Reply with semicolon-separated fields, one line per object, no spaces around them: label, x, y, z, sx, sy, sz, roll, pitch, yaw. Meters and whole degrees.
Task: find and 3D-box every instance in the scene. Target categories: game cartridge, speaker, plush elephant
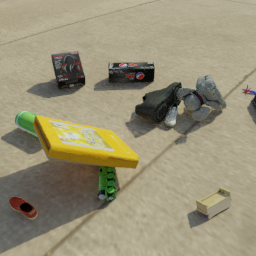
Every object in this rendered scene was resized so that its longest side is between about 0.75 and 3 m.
game cartridge;-1.324;0.422;8.834;2.898;0.470;2.554;10;16;-31
speaker;-3.473;-0.085;10.673;1.742;0.770;0.770;21;43;25
plush elephant;3.025;-1.238;11.685;1.592;1.694;2.057;-29;-5;20

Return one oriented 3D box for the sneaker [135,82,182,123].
sneaker;1.376;-1.281;12.020;1.317;1.102;2.902;15;36;34

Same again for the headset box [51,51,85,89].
headset box;-2.949;-2.935;13.740;1.362;0.688;1.833;-11;68;-14

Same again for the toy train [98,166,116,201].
toy train;-0.678;1.505;8.955;0.541;0.401;1.920;-9;38;4

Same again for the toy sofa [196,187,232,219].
toy sofa;2.496;2.173;8.128;1.015;0.495;0.420;-20;18;-24

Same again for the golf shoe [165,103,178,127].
golf shoe;1.786;-0.569;11.421;0.480;0.596;1.226;11;41;10

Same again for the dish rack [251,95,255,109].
dish rack;6.753;-0.916;11.861;2.431;0.663;1.864;2;39;0

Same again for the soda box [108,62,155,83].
soda box;0.166;-2.798;14.077;2.296;0.812;0.727;-1;41;-2

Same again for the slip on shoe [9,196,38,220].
slip on shoe;-3.032;2.232;8.050;1.081;0.331;0.401;23;45;29

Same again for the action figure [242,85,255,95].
action figure;5.816;-1.806;13.190;0.779;0.385;0.254;16;40;23
